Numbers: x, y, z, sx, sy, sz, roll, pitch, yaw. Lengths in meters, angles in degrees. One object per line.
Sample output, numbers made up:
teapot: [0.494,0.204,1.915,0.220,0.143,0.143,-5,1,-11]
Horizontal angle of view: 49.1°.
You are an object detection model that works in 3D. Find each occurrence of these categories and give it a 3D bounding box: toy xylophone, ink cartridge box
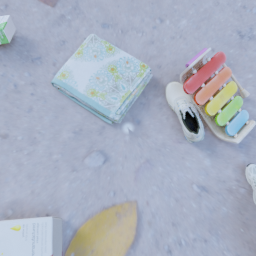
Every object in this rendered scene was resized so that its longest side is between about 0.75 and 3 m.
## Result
toy xylophone: [2.561,-0.998,7.728,2.690,0.676,1.969,46,70,-16]
ink cartridge box: [-4.255,-3.001,8.724,1.212,0.509,0.882,-7,48,4]
ink cartridge box: [-2.898,3.140,6.669,2.469,1.030,1.792,-5,71,-1]

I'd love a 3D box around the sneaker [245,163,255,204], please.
sneaker: [3.460,1.492,7.290,0.444,0.677,1.177,-13,81,3]

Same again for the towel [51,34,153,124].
towel: [-0.752,-1.497,8.478,2.477,0.596,2.120,33,72,10]

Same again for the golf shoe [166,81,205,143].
golf shoe: [1.633,-0.553,7.871,0.761,0.945,1.944,-26,76,5]
